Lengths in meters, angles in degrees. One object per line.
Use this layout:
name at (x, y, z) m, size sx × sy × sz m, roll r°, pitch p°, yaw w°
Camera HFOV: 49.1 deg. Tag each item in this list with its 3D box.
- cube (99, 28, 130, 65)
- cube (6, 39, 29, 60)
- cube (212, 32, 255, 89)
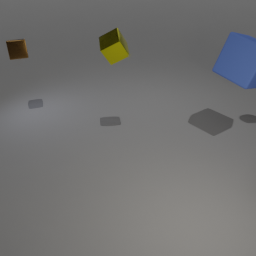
cube at (-0.441, -2.594, 8.929) m, size 0.700 × 0.700 × 0.700 m, roll -22°, pitch 52°, yaw 18°
cube at (-4.373, -3.128, 11.089) m, size 0.700 × 0.700 × 0.700 m, roll -11°, pitch 24°, yaw -17°
cube at (4.030, -2.272, 9.492) m, size 1.400 × 1.400 × 1.400 m, roll -11°, pitch 41°, yaw -44°
